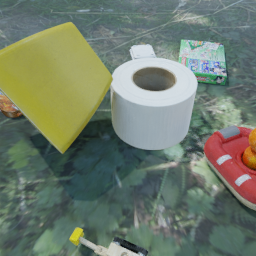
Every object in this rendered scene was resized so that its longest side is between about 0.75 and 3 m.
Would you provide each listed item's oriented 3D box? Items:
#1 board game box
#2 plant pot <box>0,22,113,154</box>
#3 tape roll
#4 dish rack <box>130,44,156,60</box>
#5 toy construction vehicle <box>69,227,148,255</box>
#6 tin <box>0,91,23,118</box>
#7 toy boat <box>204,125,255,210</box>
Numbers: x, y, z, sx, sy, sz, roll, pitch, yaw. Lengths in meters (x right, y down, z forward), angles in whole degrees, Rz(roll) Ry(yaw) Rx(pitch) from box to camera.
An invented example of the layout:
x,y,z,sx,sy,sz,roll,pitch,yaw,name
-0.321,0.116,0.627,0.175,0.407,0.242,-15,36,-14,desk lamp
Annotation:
x,y,z,sx,sy,sz,roll,pitch,yaw,name
2.969,-2.751,11.355,1.824,0.394,2.710,8,44,9,board game box
-1.911,-1.198,7.095,2.208,2.504,2.503,-44,23,-14,plant pot
0.720,-0.775,8.321,2.434,1.671,2.434,1,43,0,tape roll
0.645,-3.249,11.998,1.035,0.263,1.206,-6,42,-5,dish rack
-0.481,2.988,5.146,2.098,0.739,1.827,15,56,19,toy construction vehicle
-3.971,-0.923,9.479,0.938,0.351,1.674,-35,53,-26,tin
3.134,0.675,6.756,1.692,1.694,2.592,-18,46,-18,toy boat
